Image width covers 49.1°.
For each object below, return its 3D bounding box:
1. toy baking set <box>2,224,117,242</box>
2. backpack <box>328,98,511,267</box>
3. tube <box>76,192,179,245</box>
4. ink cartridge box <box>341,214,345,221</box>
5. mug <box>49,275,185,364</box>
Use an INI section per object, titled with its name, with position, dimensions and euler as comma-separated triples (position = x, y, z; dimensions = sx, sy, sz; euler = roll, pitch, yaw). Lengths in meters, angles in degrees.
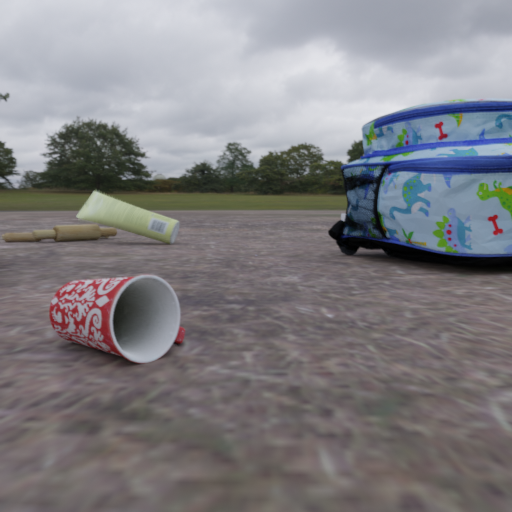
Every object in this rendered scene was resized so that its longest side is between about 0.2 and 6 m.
[toy baking set]
position = -5.130, -0.680, 15.185
dimensions = 3.537, 0.412, 2.715
euler = -5, 8, -40
[backpack]
position = 3.468, -1.221, 9.376
dimensions = 3.380, 2.714, 3.693
euler = -6, 11, -18
[tube]
position = -2.986, -0.891, 13.267
dimensions = 2.315, 0.601, 0.672
euler = 18, 12, 4
[ink cartridge box]
position = 2.582, -0.642, 13.235
dimensions = 0.435, 0.744, 1.283
euler = -4, 7, -33
[mug]
position = -1.001, 0.490, 4.019
dimensions = 0.868, 0.771, 0.579
euler = 0, 40, 41
